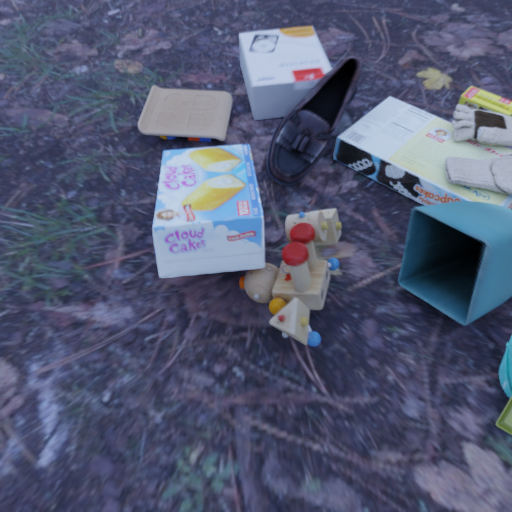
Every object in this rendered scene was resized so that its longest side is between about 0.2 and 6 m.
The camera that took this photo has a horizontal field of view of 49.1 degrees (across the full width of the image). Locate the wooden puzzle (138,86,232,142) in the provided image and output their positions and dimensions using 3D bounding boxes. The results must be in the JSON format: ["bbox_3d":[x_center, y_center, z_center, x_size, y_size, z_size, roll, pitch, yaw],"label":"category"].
[{"bbox_3d":[-1.481,-2.991,12.031,1.798,0.416,1.665,7,49,0],"label":"wooden puzzle"}]

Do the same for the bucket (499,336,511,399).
[{"bbox_3d":[4.001,1.540,7.635,1.289,0.839,1.289,0,48,0],"label":"bucket"}]

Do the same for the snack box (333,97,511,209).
[{"bbox_3d":[3.424,-1.835,10.805,3.342,0.620,1.942,34,56,26],"label":"snack box"}]

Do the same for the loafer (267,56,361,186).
[{"bbox_3d":[1.136,-2.695,10.806,1.049,0.919,2.919,32,72,0],"label":"loafer"}]

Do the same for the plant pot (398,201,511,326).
[{"bbox_3d":[3.456,-0.071,8.622,1.917,1.354,1.355,-15,33,-29],"label":"plant pot"}]

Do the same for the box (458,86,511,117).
[{"bbox_3d":[5.217,-3.156,12.156,1.540,0.386,0.579,32,56,26],"label":"box"}]

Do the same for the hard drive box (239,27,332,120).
[{"bbox_3d":[0.653,-4.180,12.715,1.817,0.895,2.331,-8,49,-5],"label":"hard drive box"}]

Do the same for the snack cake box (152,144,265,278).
[{"bbox_3d":[-0.780,-0.850,9.249,1.612,0.942,2.804,-4,33,-3],"label":"snack cake box"}]

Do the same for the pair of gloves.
[{"bbox_3d":[4.522,-1.927,10.208,1.998,0.412,2.349,14,49,10],"label":"pair of gloves"}]

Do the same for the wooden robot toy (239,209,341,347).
[{"bbox_3d":[0.381,0.164,8.648,1.391,1.351,3.066,-5,39,24],"label":"wooden robot toy"}]

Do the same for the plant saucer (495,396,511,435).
[{"bbox_3d":[3.571,2.146,7.399,0.568,0.136,0.569,30,99,24],"label":"plant saucer"}]
